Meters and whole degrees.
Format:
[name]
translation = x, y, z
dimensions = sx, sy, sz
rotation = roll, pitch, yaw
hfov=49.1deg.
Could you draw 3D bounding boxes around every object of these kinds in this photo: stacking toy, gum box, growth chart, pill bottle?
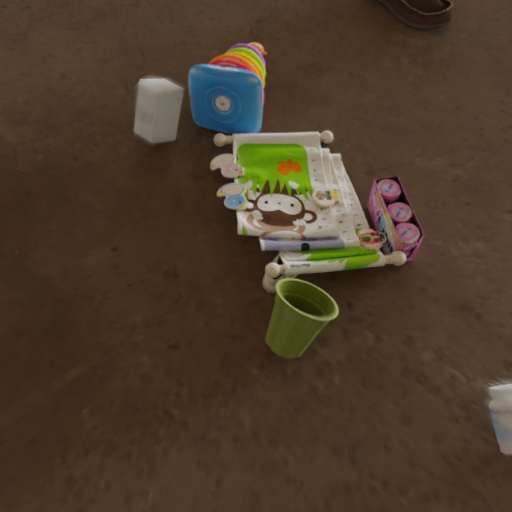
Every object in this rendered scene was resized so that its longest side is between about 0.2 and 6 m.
[stacking toy]
translation = -0.312, -3.980, 12.167
dimensions = 1.565, 1.480, 2.697
rotation = 12, 47, 11
[gum box]
translation = 2.525, -0.622, 10.235
dimensions = 0.481, 0.826, 1.456
rotation = -10, 59, -6
[growth chart]
translation = 0.738, -1.119, 10.589
dimensions = 2.854, 0.350, 3.944
rotation = -9, 52, -12
[pill bottle]
translation = 3.808, 2.429, 8.388
dimensions = 0.517, 0.517, 0.950
rotation = -9, 77, -5

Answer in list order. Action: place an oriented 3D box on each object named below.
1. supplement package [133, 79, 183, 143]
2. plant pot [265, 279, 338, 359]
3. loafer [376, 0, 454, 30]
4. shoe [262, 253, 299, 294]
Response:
[supplement package]
translation = -1.989, -2.941, 11.340
dimensions = 0.647, 1.106, 0.649
rotation = 33, 34, 32
[plant pot]
translation = 0.618, 1.070, 9.000
dimensions = 1.065, 1.011, 1.065
rotation = 20, 26, -10
[loafer]
translation = 3.672, -6.569, 13.789
dimensions = 1.027, 0.998, 2.811
rotation = -39, 66, -21
[shoe]
translation = 0.730, 0.012, 10.075
dimensions = 0.571, 0.436, 1.633
rotation = 34, 64, 19
